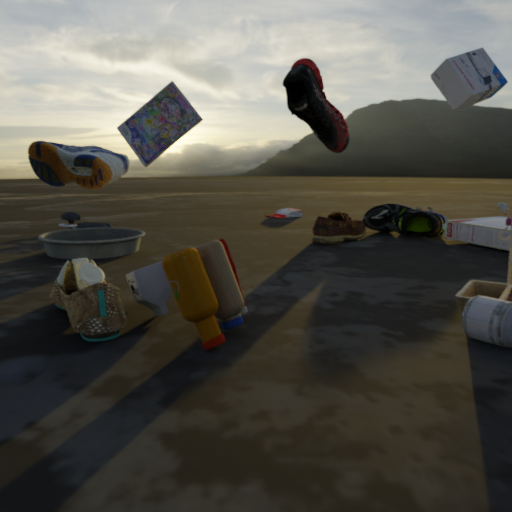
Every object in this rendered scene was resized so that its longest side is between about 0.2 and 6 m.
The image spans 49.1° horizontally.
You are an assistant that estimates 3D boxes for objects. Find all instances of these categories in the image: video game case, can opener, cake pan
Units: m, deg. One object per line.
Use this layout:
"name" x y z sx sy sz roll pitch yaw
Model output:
"video game case" -2.277 -3.096 13.150 1.757 1.258 0.158 -39 -13 5
"can opener" -4.251 -0.828 13.845 1.413 0.473 0.377 4 11 19
"cake pan" -3.190 -0.259 10.978 2.009 0.368 2.009 0 11 0

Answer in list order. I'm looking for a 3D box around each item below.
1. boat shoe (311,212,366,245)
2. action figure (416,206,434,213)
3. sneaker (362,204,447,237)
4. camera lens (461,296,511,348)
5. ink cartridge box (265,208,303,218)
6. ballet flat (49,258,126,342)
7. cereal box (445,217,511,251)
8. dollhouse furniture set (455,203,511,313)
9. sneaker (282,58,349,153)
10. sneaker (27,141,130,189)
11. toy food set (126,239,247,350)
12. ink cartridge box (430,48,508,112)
"boat shoe" 1.907 -0.669 12.497 0.677 0.635 1.880 8 13 38
"action figure" 4.459 -1.064 15.002 0.647 0.555 1.088 5 3 -40
"sneaker" 3.458 -0.851 13.260 2.029 0.720 0.841 11 8 34
"camera lens" 2.408 0.661 5.650 0.452 0.452 0.566 -8 12 -36
"ink cartridge box" 0.849 -1.333 17.346 0.952 0.239 0.772 -2 10 -27
"ballet flat" -1.963 0.383 6.543 0.740 0.685 2.098 -6 12 -30
"cereal box" 5.452 -0.432 11.571 1.791 0.492 2.490 -5 11 -24
"dollhouse furniture set" 3.196 0.048 6.759 1.410 1.263 1.780 6 12 30
"sneaker" 1.382 -3.464 13.437 0.862 2.440 1.192 -17 20 41
"sneaker" -2.665 -1.383 8.450 1.697 0.639 0.748 18 29 24
"toy food set" -0.742 0.460 6.407 1.046 0.985 2.190 -21 1 -28
"ink cartridge box" 3.368 -2.796 8.858 1.007 0.737 0.432 -26 -11 -33
